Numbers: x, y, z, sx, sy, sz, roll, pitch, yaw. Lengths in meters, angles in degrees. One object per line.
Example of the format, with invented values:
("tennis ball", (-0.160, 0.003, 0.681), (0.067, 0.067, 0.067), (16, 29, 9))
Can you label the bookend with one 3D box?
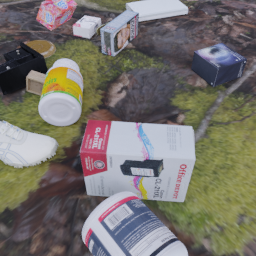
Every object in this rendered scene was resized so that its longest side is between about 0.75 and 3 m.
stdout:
("bookend", (-4.208, -2.253, 10.320), (1.806, 0.837, 1.817), (-32, 48, -27))

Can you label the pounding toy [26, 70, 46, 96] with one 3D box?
("pounding toy", (-3.186, -1.558, 9.841), (0.767, 0.834, 0.593), (18, 46, -2))

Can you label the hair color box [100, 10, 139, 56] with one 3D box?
("hair color box", (-0.315, -4.129, 12.102), (0.667, 1.089, 2.199), (22, 49, 20))

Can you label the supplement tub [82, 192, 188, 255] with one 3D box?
("supplement tub", (0.200, 2.356, 5.341), (1.423, 1.423, 2.028), (-30, 52, -26))

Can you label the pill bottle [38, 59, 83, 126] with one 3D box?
("pill bottle", (-2.104, -1.257, 9.089), (1.255, 1.255, 2.260), (-3, 46, -3))

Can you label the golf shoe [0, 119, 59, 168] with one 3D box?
("golf shoe", (-3.269, 0.312, 7.516), (2.671, 1.299, 1.046), (1, 42, -1))

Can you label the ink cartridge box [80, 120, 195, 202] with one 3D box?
("ink cartridge box", (0.238, 0.813, 6.649), (2.439, 1.777, 1.010), (4, 45, 4))

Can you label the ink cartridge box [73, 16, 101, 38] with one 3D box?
("ink cartridge box", (-1.904, -4.762, 13.157), (0.885, 0.515, 1.215), (16, 45, 15))

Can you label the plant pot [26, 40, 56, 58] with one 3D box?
("plant pot", (-3.885, -3.400, 12.006), (1.528, 0.210, 1.528), (0, 45, 0))

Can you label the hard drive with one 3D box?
("hard drive", (1.506, -6.339, 14.851), (2.786, 0.366, 1.837), (-15, 47, -14))

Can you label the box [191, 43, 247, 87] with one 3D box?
("box", (3.390, -2.401, 10.545), (1.385, 0.861, 1.397), (-22, 49, -19))

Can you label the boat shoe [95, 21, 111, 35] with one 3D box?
("boat shoe", (-1.046, -4.709, 13.170), (0.447, 0.485, 1.359), (26, 49, 36))

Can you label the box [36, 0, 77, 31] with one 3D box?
("box", (-2.129, -3.512, 8.436), (0.566, 0.613, 1.196), (37, 42, -6))
